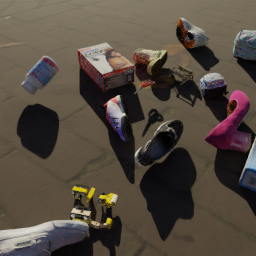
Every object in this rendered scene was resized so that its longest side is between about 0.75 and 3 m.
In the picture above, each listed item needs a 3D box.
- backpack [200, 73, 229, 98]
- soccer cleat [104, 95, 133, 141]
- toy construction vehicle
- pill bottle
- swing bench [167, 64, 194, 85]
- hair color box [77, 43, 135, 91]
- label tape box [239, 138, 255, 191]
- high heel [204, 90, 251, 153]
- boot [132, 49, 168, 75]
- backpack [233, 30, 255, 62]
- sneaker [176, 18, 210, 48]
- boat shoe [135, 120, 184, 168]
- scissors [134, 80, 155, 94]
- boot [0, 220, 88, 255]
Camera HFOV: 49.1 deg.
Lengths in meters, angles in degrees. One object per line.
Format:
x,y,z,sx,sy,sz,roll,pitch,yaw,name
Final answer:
3.079,-1.600,10.299,0.975,0.751,0.928,-8,29,-6,backpack
-0.322,-0.242,8.774,0.708,0.660,1.934,-24,44,11,soccer cleat
-0.834,1.806,6.392,1.134,0.399,0.987,8,29,6,toy construction vehicle
-3.174,-1.871,10.091,0.743,0.743,1.366,25,70,28,pill bottle
2.105,-2.166,11.135,0.774,0.502,0.770,-27,46,-29,swing bench
-0.935,-2.549,11.358,1.393,0.803,2.512,-21,45,-22,hair color box
4.019,0.838,7.248,1.610,0.707,2.233,21,43,24,label tape box
3.004,-0.372,8.642,1.250,0.878,2.606,15,53,2,high heel
0.791,-2.841,11.878,1.376,0.641,1.780,14,43,21,boot
5.653,-3.597,12.366,1.868,1.183,1.559,15,44,21,backpack
3.260,-4.771,14.170,1.143,0.941,2.485,-3,46,-15,sneaker
0.998,0.330,7.738,1.994,0.602,0.737,-35,87,-33,boat shoe
0.474,-1.445,9.904,0.453,0.086,1.238,24,43,37,scissors
-1.764,2.448,5.382,2.054,0.756,0.982,-10,48,-2,boot
